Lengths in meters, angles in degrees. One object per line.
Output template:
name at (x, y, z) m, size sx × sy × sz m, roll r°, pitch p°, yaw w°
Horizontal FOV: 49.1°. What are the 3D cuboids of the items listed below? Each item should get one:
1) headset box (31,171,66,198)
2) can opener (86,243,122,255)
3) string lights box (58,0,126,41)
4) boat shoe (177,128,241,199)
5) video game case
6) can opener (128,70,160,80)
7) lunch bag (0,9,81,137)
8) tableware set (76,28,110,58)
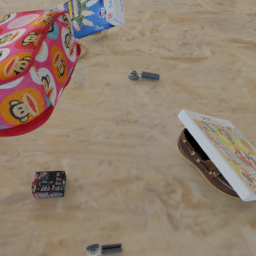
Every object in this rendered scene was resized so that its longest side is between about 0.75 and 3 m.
headset box at (-2.134, 1.502, 7.481) m, size 0.870 × 0.336 × 0.648 m, roll -3°, pitch 50°, yaw -1°
can opener at (-0.546, 2.775, 6.437) m, size 0.825 × 0.276 × 0.220 m, roll -5°, pitch 50°, yaw -4°
string lights box at (-0.796, -2.447, 6.012) m, size 1.437 × 0.738 × 0.424 m, roll -8°, pitch -1°, yaw 30°
boat shoe at (2.309, 0.921, 7.658) m, size 0.847 × 0.846 × 2.406 m, roll -36°, pitch 59°, yaw -29°
video game case at (2.823, 0.654, 7.348) m, size 2.461 × 0.309 × 2.704 m, roll 9°, pitch 39°, yaw -41°
can opener at (0.591, -1.896, 10.470) m, size 1.163 × 0.310 × 0.389 m, roll 11°, pitch 83°, yaw 9°
lunch bag at (-2.375, -1.110, 5.036) m, size 2.557 × 1.189 × 2.903 m, roll -3°, pitch 42°, yaw 11°
tableware set at (-2.401, -4.030, 12.191) m, size 2.413 × 0.335 × 2.889 m, roll 25°, pitch 54°, yaw 19°
